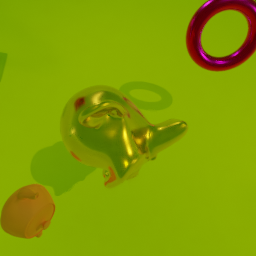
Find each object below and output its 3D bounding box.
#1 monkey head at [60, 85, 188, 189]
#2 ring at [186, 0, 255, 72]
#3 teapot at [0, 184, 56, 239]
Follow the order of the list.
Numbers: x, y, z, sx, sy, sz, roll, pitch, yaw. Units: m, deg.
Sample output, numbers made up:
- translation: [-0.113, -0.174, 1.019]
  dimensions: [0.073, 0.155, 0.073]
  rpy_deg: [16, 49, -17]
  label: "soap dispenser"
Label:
- translation: [-0.083, -0.046, 3.430]
  dimensions: [1.413, 1.964, 1.184]
  rpy_deg: [-30, 99, -3]
  label: "monkey head"
- translation: [1.735, -1.673, 5.032]
  dimensions: [1.400, 1.400, 0.280]
  rpy_deg: [-2, 36, -1]
  label: "ring"
- translation: [-1.394, 1.219, 4.060]
  dimensions: [0.631, 1.288, 0.801]
  rpy_deg: [29, 45, 20]
  label: "teapot"
